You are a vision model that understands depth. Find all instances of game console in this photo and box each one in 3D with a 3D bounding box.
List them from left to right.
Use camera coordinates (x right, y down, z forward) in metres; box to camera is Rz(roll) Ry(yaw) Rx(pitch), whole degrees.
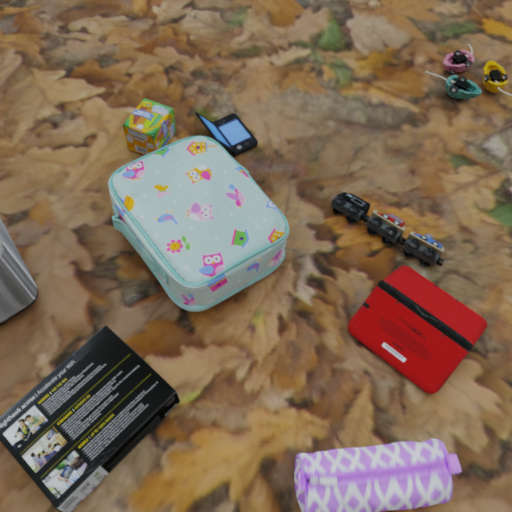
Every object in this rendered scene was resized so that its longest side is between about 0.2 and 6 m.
[{"bbox_3d":[-0.601,-2.627,11.550,0.928,0.614,1.055,-28,62,-13],"label":"game console"},{"bbox_3d":[2.710,1.182,9.427,1.767,1.049,1.523,37,96,21],"label":"game console"}]

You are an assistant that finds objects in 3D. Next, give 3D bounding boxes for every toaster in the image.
[{"bbox_3d":[-5.287,0.258,9.109,2.568,1.685,2.840,-30,63,-16],"label":"toaster"}]

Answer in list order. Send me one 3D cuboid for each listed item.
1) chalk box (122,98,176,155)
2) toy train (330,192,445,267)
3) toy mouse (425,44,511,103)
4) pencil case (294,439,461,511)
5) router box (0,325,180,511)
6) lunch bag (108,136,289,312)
[{"bbox_3d":[-2.118,-2.700,11.535,0.711,0.706,1.139,20,59,10],"label":"chalk box"},{"bbox_3d":[2.454,-0.521,10.387,2.349,0.401,0.538,34,52,20],"label":"toy train"},{"bbox_3d":[4.619,-4.004,12.547,1.793,0.390,2.018,-5,58,-4],"label":"toy mouse"},{"bbox_3d":[1.582,3.069,7.771,2.224,0.951,0.934,-6,51,-5],"label":"pencil case"},{"bbox_3d":[-2.525,2.375,8.429,1.669,0.571,2.237,38,65,21],"label":"router box"},{"bbox_3d":[-1.118,-0.637,9.961,2.446,1.176,3.050,-32,63,-18],"label":"lunch bag"}]
